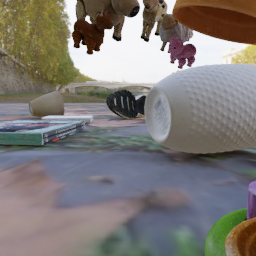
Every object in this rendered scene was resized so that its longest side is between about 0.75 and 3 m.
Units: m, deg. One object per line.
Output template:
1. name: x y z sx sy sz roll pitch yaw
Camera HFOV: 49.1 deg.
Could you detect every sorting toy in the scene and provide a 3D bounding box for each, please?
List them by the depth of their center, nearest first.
1. sorting toy: 0.614 0.350 0.814 0.847 0.578 1.409 2 6 23

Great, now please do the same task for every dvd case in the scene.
1. dvd case: -1.937 0.040 5.453 1.627 0.245 2.229 1 5 9

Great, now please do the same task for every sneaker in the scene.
1. sneaker: -0.117 -0.784 10.547 1.092 1.018 2.755 -8 -4 25

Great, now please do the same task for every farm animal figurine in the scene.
1. farm animal figurine: 0.199 -2.356 5.836 2.606 1.311 2.105 4 38 -11

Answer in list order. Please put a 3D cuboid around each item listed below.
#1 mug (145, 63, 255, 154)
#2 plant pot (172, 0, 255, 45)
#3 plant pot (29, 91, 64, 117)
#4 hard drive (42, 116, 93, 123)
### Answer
1. mug: 0.918 -0.168 3.843 1.390 1.170 1.585 -6 -16 -22
2. plant pot: 1.900 -2.393 4.807 1.965 1.375 1.965 17 8 -2
3. plant pot: -3.103 -0.809 10.523 1.099 1.029 1.029 -13 12 -31
4. hard drive: -1.825 -0.267 8.641 1.419 0.189 0.936 -1 6 -3
